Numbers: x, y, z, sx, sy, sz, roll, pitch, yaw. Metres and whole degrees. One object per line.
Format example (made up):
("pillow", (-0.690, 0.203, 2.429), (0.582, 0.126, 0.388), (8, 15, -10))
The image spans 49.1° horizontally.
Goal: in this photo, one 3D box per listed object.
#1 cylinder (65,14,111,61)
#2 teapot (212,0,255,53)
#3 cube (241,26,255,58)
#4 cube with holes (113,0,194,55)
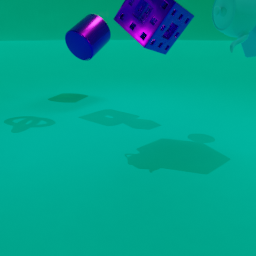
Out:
("cylinder", (-1.574, -3.581, 11.082), (1.328, 1.328, 1.328), (13, 52, 33))
("teapot", (1.700, -1.849, 4.524), (0.648, 1.324, 0.823), (-7, -7, -17))
("cube", (2.771, -2.156, 4.855), (1.301, 1.301, 1.301), (-34, 19, -18))
("cube with holes", (0.735, -3.105, 7.880), (1.344, 1.344, 1.344), (48, 27, 20))
